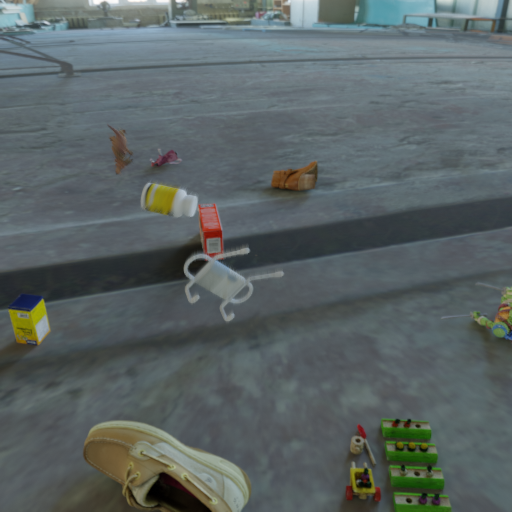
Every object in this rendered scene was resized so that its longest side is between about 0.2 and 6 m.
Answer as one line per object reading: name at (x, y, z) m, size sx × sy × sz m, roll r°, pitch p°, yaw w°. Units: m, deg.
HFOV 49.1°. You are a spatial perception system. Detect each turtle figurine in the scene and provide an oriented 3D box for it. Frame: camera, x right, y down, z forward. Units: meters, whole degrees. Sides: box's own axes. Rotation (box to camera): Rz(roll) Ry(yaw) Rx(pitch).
turtle figurine at (4.039, 0.777, 9.369) m, size 1.276 × 0.918 × 1.237 m, roll 28°, pitch 35°, yaw 35°

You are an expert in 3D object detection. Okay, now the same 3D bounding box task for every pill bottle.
pill bottle at (-1.486, -0.938, 9.629) m, size 0.878 × 0.489 × 0.489 m, roll 12°, pitch 30°, yaw 9°

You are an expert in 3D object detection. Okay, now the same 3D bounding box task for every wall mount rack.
wall mount rack at (-0.369, 0.379, 8.882) m, size 1.472 × 1.279 × 0.549 m, roll 34°, pitch 17°, yaw -41°

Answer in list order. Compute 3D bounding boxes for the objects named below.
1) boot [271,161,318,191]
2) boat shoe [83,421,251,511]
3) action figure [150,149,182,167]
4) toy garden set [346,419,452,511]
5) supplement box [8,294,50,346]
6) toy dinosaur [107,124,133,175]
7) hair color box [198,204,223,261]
boot at (1.062, -2.176, 15.221) m, size 1.176 × 0.581 × 1.514 m, roll 2°, pitch 36°, yaw 12°
boat shoe at (-1.135, 2.497, 6.357) m, size 2.107 × 0.780 × 0.699 m, roll 10°, pitch 25°, yaw 18°
action figure at (-2.743, -2.798, 16.520) m, size 0.859 × 0.640 × 0.575 m, roll -37°, pitch 1°, yaw -30°
toy garden set at (1.669, 2.485, 6.894) m, size 1.174 × 0.281 × 1.409 m, roll 2°, pitch 29°, yaw 3°
supplement box at (-3.671, 1.033, 9.077) m, size 0.396 × 0.723 × 0.393 m, roll 6°, pitch 29°, yaw 10°
toy dinosaur at (-2.745, -2.187, 11.320) m, size 0.410 × 0.955 × 0.647 m, roll -12°, pitch 30°, yaw -7°
hair color box at (-0.976, -0.529, 11.954) m, size 0.421 × 0.697 × 1.373 m, roll -5°, pitch 28°, yaw -7°
